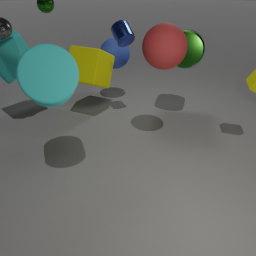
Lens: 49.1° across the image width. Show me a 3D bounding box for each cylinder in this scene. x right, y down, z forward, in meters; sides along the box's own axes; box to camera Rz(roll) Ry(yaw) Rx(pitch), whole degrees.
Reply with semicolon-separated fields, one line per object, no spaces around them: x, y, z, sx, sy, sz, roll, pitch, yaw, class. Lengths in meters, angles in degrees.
2.361;-3.208;11.290;1.400;1.400;1.400;7;22;12;cylinder
-1.999;-1.264;7.108;1.400;1.400;1.400;-8;3;-14;cylinder
-0.193;-3.472;10.318;0.700;0.700;0.700;-16;72;-26;cylinder

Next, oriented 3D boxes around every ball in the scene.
-3.376;-5.079;11.467;0.700;0.700;0.700;0;28;0;ball
1.138;-2.532;8.731;1.400;1.400;1.400;0;28;0;ball
-0.612;-3.457;12.969;1.400;1.400;1.400;0;28;0;ball
-4.153;-3.245;9.151;0.700;0.700;0.700;0;28;0;ball

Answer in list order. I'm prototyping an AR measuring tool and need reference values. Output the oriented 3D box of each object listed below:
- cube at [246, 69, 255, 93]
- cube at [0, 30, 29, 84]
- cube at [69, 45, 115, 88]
4.466;-1.535;9.254;0.700;0.700;0.700;28;37;-10;cube
-4.619;-2.816;10.542;1.400;1.400;1.400;35;70;32;cube
-1.565;-2.516;11.668;1.400;1.400;1.400;13;6;21;cube
